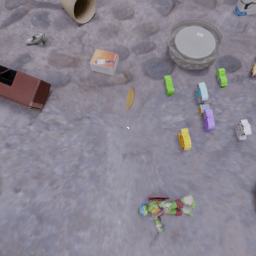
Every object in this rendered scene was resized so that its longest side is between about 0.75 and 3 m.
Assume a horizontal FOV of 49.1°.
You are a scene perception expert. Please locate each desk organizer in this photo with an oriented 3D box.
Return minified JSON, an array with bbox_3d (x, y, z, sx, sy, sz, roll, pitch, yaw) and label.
[{"bbox_3d":[-4.102,-1.539,9.644,2.627,0.942,1.012,21,90,9],"label":"desk organizer"}]

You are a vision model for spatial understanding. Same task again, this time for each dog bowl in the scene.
[{"bbox_3d":[2.528,-3.157,10.709,2.122,0.622,2.122,0,66,-1],"label":"dog bowl"}]

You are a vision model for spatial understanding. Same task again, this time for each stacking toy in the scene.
[{"bbox_3d":[2.635,-0.770,9.619,2.241,0.698,2.972,-8,66,-4],"label":"stacking toy"}]

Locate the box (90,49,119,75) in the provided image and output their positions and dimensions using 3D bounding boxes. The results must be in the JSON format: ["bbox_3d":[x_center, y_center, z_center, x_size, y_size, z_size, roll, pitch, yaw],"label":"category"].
[{"bbox_3d":[-0.864,-2.461,10.478,0.897,0.477,0.683,13,67,6],"label":"box"}]

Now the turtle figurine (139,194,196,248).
[{"bbox_3d":[1.180,2.537,7.932,1.535,1.583,1.140,-10,100,-9],"label":"turtle figurine"}]

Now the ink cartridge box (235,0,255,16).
[{"bbox_3d":[4.945,-5.137,11.327,0.791,1.091,0.457,-9,66,-4],"label":"ink cartridge box"}]

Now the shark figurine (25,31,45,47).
[{"bbox_3d":[-3.392,-3.411,10.866,0.712,1.191,0.497,-35,110,-44],"label":"shark figurine"}]

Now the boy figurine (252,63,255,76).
[{"bbox_3d":[5.269,-2.131,10.221,1.382,0.716,2.222,8,69,7],"label":"boy figurine"}]

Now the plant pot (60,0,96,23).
[{"bbox_3d":[-2.141,-5.043,11.369,1.231,1.153,1.153,37,71,28],"label":"plant pot"}]
